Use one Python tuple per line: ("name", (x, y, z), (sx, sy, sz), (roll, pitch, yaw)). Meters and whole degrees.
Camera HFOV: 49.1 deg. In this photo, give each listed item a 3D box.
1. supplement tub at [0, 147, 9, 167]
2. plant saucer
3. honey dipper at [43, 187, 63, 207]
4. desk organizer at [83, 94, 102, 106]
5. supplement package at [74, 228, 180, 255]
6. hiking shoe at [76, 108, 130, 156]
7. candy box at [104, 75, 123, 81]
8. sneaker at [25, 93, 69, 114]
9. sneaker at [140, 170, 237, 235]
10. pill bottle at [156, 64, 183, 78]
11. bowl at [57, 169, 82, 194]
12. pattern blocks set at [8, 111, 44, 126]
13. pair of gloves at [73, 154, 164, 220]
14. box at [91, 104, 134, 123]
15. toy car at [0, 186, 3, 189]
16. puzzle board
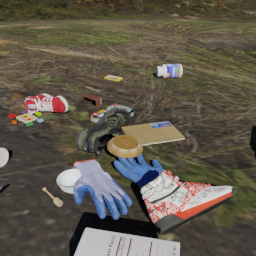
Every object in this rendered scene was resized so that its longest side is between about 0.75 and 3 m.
("supplement tub", (-4.126, 0.812, 8.409), (0.910, 0.601, 0.601), (9, 28, 19))
("plant saucer", (-0.080, 0.496, 8.372), (1.092, 0.193, 1.092), (6, 31, -4))
("honey dipper", (-1.944, 1.734, 7.119), (0.165, 0.165, 0.868), (-23, 31, -37))
("desk organizer", (-1.640, -1.282, 12.838), (0.904, 0.324, 0.348), (21, 36, 35))
("supplement package", (-0.036, 2.489, 4.638), (1.678, 1.017, 1.005), (5, 27, 10))
("hiking shoe", (-0.556, 0.188, 9.499), (1.231, 0.926, 2.445), (26, 45, 28))
("candy box", (-0.842, -2.873, 16.172), (0.966, 0.128, 0.494), (17, 29, 29))
("sneaker", (-3.481, -0.950, 11.691), (2.124, 0.756, 1.194), (15, 26, 41))
("sneaker", (1.405, 1.448, 6.549), (2.282, 0.762, 1.223), (-16, 59, -24))
("pill bottle", (2.384, -3.303, 16.294), (1.411, 0.791, 0.791), (-4, 27, -6))
("bowl", (-1.437, 1.459, 7.383), (0.831, 0.373, 0.831), (0, 28, 0))
("pattern blocks set", (-4.089, -0.398, 11.315), (1.229, 0.113, 1.398), (-19, 32, -32))
("pair of gloves", (-0.125, 1.332, 7.243), (2.860, 0.326, 2.299), (-3, 28, -30))
("box", (-0.622, -0.535, 11.380), (1.040, 0.303, 1.519), (19, 33, 33))
("toy car", (-3.742, 1.609, 6.278), (1.394, 1.339, 1.698), (0, 14, 23))
("puzzle board", (0.870, 0.207, 10.096), (1.910, 0.166, 1.439), (-7, 27, -15))
